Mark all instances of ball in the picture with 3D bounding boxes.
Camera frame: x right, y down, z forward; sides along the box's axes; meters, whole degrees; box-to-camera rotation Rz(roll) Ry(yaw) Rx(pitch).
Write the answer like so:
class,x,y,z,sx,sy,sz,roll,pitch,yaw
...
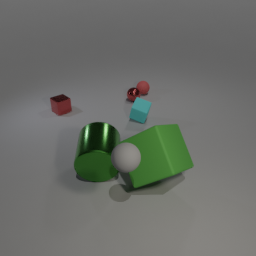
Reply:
class,x,y,z,sx,sy,sz,roll,pitch,yaw
ball,0.286,-1.683,14.029,0.700,0.700,0.700,0,30,0
ball,0.787,-2.127,14.717,0.700,0.700,0.700,0,30,0
ball,-0.050,0.692,6.575,0.700,0.700,0.700,0,30,0

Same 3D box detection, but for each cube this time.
class,x,y,z,sx,sy,sz,roll,pitch,yaw
cube,0.533,-0.766,12.087,0.700,0.700,0.700,22,52,6
cube,0.842,0.790,8.253,1.400,1.400,1.400,-26,-13,33
cube,-3.111,-1.078,13.006,0.700,0.700,0.700,-24,38,-35

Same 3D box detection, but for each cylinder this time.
class,x,y,z,sx,sy,sz,roll,pitch,yaw
cylinder,-0.949,0.758,8.984,1.400,1.400,1.400,0,40,-1
